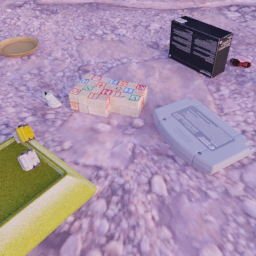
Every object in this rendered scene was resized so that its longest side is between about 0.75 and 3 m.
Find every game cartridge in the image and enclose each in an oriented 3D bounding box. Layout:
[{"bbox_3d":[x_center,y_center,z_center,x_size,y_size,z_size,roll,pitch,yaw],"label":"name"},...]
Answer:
[{"bbox_3d":[1.847,0.132,7.536,1.666,0.506,2.498,-18,44,-24],"label":"game cartridge"}]

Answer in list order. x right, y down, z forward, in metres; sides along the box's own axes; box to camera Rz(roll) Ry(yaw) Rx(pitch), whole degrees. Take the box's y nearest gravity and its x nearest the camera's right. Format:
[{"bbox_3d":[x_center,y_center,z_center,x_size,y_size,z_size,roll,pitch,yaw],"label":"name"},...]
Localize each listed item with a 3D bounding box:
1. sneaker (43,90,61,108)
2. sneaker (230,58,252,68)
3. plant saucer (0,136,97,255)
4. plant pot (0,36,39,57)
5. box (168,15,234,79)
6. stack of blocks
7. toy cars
[{"bbox_3d":[-2.414,-0.903,8.779,0.833,0.338,0.313,31,49,28],"label":"sneaker"},{"bbox_3d":[4.275,-2.481,10.647,0.795,0.293,0.345,18,32,14],"label":"sneaker"},{"bbox_3d":[-2.597,1.277,6.068,2.792,0.669,2.788,30,49,28],"label":"plant saucer"},{"bbox_3d":[-4.536,-3.347,11.599,1.712,0.235,1.712,0,41,0],"label":"plant pot"},{"bbox_3d":[2.553,-2.988,10.221,0.848,1.518,2.151,-28,49,-29],"label":"box"},{"bbox_3d":[-0.582,-0.936,8.590,2.090,0.612,1.203,13,44,14],"label":"stack of blocks"},{"bbox_3d":[-2.274,0.431,6.146,0.355,0.718,1.602,-26,46,-3],"label":"toy cars"}]
